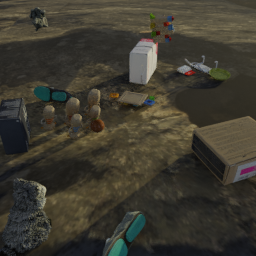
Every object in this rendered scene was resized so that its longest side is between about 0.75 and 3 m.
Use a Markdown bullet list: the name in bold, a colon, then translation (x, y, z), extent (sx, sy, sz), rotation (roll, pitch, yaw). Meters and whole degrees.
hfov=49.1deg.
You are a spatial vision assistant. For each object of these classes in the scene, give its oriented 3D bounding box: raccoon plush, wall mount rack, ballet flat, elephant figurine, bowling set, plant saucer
- **raccoon plush**: translation (-2.698, 2.418, 6.963), extent (1.144, 1.584, 2.364), rotation (4, 35, 6)
- **wall mount rack**: translation (4.335, -3.762, 16.683), extent (1.640, 0.704, 1.888), rotation (-20, 40, -27)
- **ballet flat**: translation (-3.576, -1.592, 13.632), extent (2.201, 0.804, 0.804), rotation (12, 36, 27)
- **elephant figurine**: translation (-4.021, -4.740, 12.584), extent (0.900, 0.821, 1.161), rotation (7, 57, -40)
- **bowling set**: translation (-1.878, -0.170, 11.202), extent (2.814, 1.511, 1.959), rotation (-24, 60, -32)
- **plant saucer**: translation (5.226, -3.042, 16.010), extent (1.201, 0.187, 1.201), rotation (2, 41, -1)
- **ballet flat**: translation (-0.211, 2.914, 7.260), extent (0.611, 0.647, 1.919), rotation (-9, 23, 40)

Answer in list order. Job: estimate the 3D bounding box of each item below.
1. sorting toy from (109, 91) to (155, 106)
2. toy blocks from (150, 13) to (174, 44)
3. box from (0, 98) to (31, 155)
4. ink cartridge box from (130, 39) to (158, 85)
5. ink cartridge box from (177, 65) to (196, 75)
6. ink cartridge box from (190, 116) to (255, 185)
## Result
- **sorting toy**: translation (0.219, -1.380, 13.612), extent (2.299, 0.313, 1.294), rotation (12, 32, 16)
- **toy blocks**: translation (1.528, -4.239, 11.983), extent (0.982, 1.436, 0.718), rotation (3, 45, 18)
- **box**: translation (-4.276, -0.079, 10.571), extent (0.827, 1.589, 1.447), rotation (-7, 35, -10)
- **ink cartridge box**: translation (0.892, -3.768, 15.750), extent (1.025, 1.759, 2.430), rotation (10, 37, 14)
- **ink cartridge box**: translation (3.495, -3.428, 16.640), extent (0.710, 0.210, 0.887), rotation (-26, 41, -33)
- **ink cartridge box**: translation (3.906, 0.704, 9.976), extent (2.597, 0.976, 2.140), rotation (-12, 37, -17)
